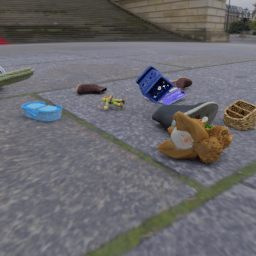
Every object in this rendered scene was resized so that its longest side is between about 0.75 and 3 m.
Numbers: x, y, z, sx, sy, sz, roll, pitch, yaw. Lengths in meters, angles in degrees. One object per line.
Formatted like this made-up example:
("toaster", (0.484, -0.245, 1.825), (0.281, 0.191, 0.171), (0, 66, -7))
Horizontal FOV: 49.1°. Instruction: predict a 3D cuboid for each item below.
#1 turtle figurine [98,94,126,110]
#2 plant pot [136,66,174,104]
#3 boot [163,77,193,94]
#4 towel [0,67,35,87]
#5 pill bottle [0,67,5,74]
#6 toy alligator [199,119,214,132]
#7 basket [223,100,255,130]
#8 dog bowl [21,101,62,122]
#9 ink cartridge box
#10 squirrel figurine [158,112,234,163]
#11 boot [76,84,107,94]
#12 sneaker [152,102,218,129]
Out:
("turtle figurine", (-0.716, -1.275, 13.142), (1.163, 0.465, 1.443), (12, 32, 6))
("plant pot", (1.080, -1.904, 11.972), (1.143, 1.143, 1.028), (22, 28, -50))
("boot", (2.995, -2.299, 16.103), (1.922, 0.695, 1.599), (-2, 34, -9))
("towel", (-3.804, -1.673, 9.299), (1.338, 0.244, 0.993), (-21, 3, -24))
("pill bottle", (-7.887, -2.660, 15.583), (1.448, 1.448, 2.608), (-2, 22, -5))
("toy alligator", (2.987, 0.036, 10.307), (0.345, 0.250, 1.040), (-25, 47, -20))
("basket", (4.356, -0.536, 11.025), (0.875, 0.914, 1.226), (-6, 23, -15))
("dog bowl", (-3.696, -0.715, 12.061), (1.929, 0.478, 1.075), (13, 25, 28))
("ink cartridge box", (1.953, -1.754, 14.548), (1.590, 0.348, 1.605), (-29, 35, -34))
("squirrel figurine", (2.216, 0.288, 8.862), (1.978, 1.400, 1.846), (25, 19, 20))
("boot", (-2.030, -2.172, 15.605), (1.250, 0.544, 1.503), (9, 20, 26))
("sneaker", (2.308, -0.656, 11.078), (2.662, 0.996, 1.414), (-17, 33, -33))
